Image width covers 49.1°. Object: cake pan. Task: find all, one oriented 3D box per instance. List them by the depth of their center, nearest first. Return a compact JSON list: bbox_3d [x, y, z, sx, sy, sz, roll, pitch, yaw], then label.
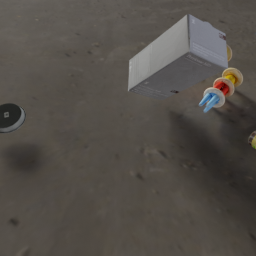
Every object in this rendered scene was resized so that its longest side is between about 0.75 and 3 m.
[{"bbox_3d":[-3.317,-0.302,7.683,0.982,0.180,0.982,0,56,0],"label":"cake pan"}]

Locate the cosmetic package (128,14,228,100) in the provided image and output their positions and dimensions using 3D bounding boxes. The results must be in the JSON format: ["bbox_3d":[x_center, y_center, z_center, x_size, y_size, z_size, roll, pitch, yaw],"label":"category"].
[{"bbox_3d":[1.205,-1.699,7.396,1.345,2.518,1.136,12,73,-29],"label":"cosmetic package"}]

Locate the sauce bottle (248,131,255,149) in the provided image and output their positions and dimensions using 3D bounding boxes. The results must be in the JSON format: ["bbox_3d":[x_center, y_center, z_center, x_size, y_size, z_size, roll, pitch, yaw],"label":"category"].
[{"bbox_3d":[3.544,0.550,6.685,0.452,0.452,1.396,-20,34,-18],"label":"sauce bottle"}]

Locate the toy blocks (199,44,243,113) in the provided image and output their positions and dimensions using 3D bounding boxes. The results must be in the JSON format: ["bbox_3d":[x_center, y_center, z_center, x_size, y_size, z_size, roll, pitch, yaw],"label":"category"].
[{"bbox_3d":[2.544,-1.471,8.343,1.883,1.569,0.684,-42,19,-32],"label":"toy blocks"}]
